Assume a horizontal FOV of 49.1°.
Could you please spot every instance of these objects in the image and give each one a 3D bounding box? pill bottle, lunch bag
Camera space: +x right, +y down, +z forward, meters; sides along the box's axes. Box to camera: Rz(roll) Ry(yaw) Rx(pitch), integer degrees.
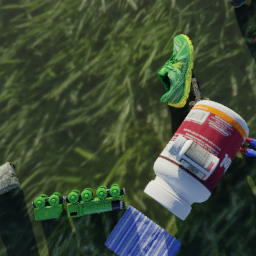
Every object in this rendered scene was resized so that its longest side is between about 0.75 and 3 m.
[{"bbox_3d":[1.454,0.640,6.297,1.024,0.583,0.583,36,80,11],"label":"pill bottle"},{"bbox_3d":[-3.528,1.422,7.753,0.870,0.606,0.730,-25,80,-6],"label":"lunch bag"},{"bbox_3d":[1.741,0.844,7.373,1.625,1.625,2.877,35,81,7],"label":"pill bottle"}]

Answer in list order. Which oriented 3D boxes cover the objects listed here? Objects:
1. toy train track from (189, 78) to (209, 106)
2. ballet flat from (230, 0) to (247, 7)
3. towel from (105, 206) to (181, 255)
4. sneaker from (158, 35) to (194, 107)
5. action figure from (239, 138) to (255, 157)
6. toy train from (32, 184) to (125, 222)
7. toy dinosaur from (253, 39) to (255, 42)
[{"bbox_3d":[2.134,-1.026,8.530,0.630,0.179,1.098,-12,77,-3],"label":"toy train track"},{"bbox_3d":[4.019,-4.665,9.059,1.797,0.614,0.611,-42,36,-9],"label":"ballet flat"},{"bbox_3d":[0.411,3.141,7.574,1.759,0.210,1.274,34,79,7],"label":"towel"},{"bbox_3d":[1.406,-1.772,8.353,0.956,0.847,2.286,7,78,-3],"label":"sneaker"},{"bbox_3d":[4.087,0.714,7.713,2.219,1.098,0.724,24,79,3],"label":"action figure"},{"bbox_3d":[-1.323,2.067,7.678,2.552,0.532,0.720,-7,87,-2],"label":"toy train"},{"bbox_3d":[4.546,-4.117,8.615,2.166,1.137,1.965,-28,87,-5],"label":"toy dinosaur"}]
